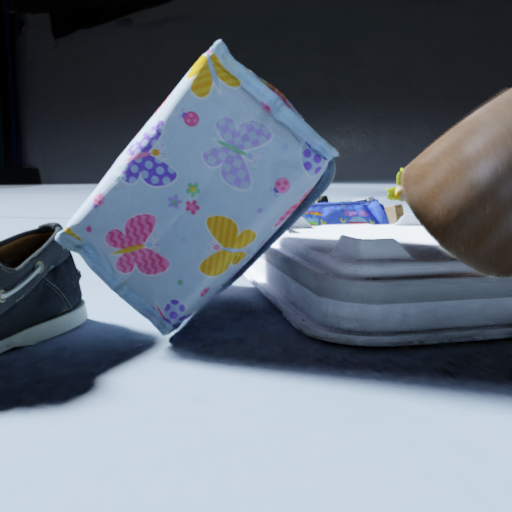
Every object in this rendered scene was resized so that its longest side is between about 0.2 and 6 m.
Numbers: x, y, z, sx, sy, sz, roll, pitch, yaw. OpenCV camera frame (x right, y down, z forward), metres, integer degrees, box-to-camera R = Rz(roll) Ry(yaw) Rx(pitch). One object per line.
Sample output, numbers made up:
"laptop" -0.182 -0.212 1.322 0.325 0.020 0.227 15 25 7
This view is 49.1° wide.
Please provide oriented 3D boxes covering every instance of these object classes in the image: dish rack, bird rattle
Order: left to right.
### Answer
"dish rack" 1.789 0.028 6.950 3.577 0.907 4.168 -3 8 -13
"bird rattle" 3.166 -1.120 11.038 1.241 0.699 1.012 33 24 12

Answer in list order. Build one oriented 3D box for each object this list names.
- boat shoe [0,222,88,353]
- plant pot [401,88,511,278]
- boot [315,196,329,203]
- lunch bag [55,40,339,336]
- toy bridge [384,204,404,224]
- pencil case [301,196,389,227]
"boat shoe" -2.505 0.370 4.348 1.116 1.051 3.107 4 12 18
"plant pot" 2.300 -0.824 4.801 1.427 1.427 1.527 -7 -32 -38
"boot" 1.271 -1.119 14.856 1.370 0.767 1.981 -3 -5 13
"lunch bag" -0.400 -0.733 6.083 1.774 2.367 2.791 42 10 -6
"toy bridge" 1.553 -0.572 10.923 2.778 0.378 0.934 -14 4 -28
"pencil case" 1.098 -0.479 9.512 2.407 1.046 0.939 -2 11 -8
